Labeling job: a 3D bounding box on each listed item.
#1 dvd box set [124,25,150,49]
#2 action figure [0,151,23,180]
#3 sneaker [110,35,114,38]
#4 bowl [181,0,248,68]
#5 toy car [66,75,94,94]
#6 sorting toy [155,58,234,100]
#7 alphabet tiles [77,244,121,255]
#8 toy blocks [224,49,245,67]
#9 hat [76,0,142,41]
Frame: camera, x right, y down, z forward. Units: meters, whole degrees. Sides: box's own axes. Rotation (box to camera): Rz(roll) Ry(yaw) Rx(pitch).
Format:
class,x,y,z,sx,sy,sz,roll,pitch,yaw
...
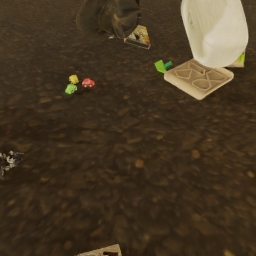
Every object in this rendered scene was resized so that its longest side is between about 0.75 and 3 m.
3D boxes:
class,x,y,z,sx,sy,sz,roll,pitch,yaw
dvd box set,0.303,-3.624,10.841,0.996,0.200,1.362,12,45,-18
action figure,-3.307,0.918,7.604,0.613,0.526,1.031,7,41,24
sneaker,-0.950,-4.971,14.563,0.376,0.413,1.007,-9,41,-11
bowl,2.488,-3.393,8.716,1.106,2.958,2.962,-15,-4,3
toy car,-2.018,-1.693,10.845,1.154,0.257,1.086,18,44,20
sorting toy,2.497,-2.235,11.357,2.095,0.417,2.834,-33,54,-27
alphabet tiles,-0.456,3.422,4.989,2.132,0.096,2.550,-11,42,-12
toy blocks,4.173,-3.395,12.293,1.788,1.307,2.615,4,38,22
hat,-0.275,-3.304,8.369,2.498,2.498,1.008,-30,72,-30
